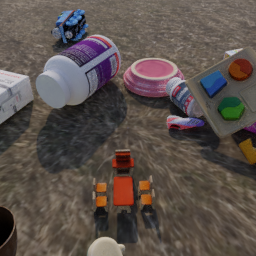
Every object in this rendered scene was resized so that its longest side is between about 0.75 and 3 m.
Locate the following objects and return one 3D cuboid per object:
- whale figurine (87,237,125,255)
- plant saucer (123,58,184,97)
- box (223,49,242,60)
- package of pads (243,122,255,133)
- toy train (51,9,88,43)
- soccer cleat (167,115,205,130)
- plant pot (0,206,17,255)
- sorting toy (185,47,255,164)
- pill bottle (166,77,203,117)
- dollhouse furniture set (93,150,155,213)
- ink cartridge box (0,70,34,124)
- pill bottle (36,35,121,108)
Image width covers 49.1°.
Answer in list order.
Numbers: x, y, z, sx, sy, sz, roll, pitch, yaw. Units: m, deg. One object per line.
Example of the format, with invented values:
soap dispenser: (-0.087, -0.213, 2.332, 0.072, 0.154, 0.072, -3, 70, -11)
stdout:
whale figurine: (-0.303, 2.321, 4.807, 0.896, 0.465, 0.713, 40, 51, 7)
plant saucer: (0.899, -1.850, 9.708, 2.124, 0.538, 2.124, 0, 40, 0)
box: (4.101, -2.153, 9.914, 0.808, 0.728, 1.437, -14, 42, -17)
package of pads: (3.931, -0.797, 8.133, 1.426, 0.895, 2.366, 24, 45, 26)
toy train: (-2.673, -4.679, 12.861, 1.310, 0.994, 2.293, -1, 41, 12)
soccer cleat: (1.603, -0.102, 7.791, 1.047, 0.357, 0.383, 5, 58, 5)
plant pot: (-2.258, 1.980, 4.696, 0.925, 0.990, 0.925, 1, 39, -1)
sorting toy: (2.999, -0.644, 7.146, 2.101, 0.378, 2.820, -27, 66, 4)
pill bottle: (1.741, -0.959, 8.412, 0.798, 0.798, 1.335, -19, 43, -22)
dollhouse furniture set: (-0.107, 1.132, 5.986, 1.273, 0.656, 1.259, -2, 40, -2)
ink cartridge box: (-4.079, -0.863, 8.164, 1.548, 0.875, 2.114, 14, 39, 17)
pill bottle: (-1.507, -1.763, 8.784, 1.565, 1.565, 2.783, 20, 42, 22)
